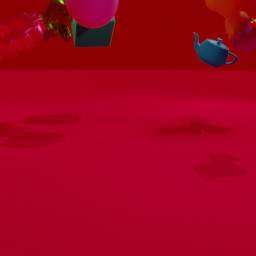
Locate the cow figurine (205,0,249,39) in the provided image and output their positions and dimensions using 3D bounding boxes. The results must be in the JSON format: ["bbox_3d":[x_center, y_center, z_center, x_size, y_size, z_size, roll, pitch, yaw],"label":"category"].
[{"bbox_3d":[3.035,-3.628,8.571,1.625,1.599,0.892,9,44,-8],"label":"cow figurine"}]

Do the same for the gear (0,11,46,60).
[{"bbox_3d":[-3.172,-2.541,7.601,1.835,0.339,1.835,-8,47,9],"label":"gear"}]

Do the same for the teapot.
[{"bbox_3d":[2.942,-2.706,9.738,1.790,0.876,1.113,32,32,14],"label":"teapot"}]

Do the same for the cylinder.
[{"bbox_3d":[3.552,-2.749,8.307,0.702,0.702,0.702,10,58,38],"label":"cylinder"}]

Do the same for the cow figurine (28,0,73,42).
[{"bbox_3d":[-2.297,-3.331,8.435,0.958,1.746,1.718,0,43,-50],"label":"cow figurine"}]

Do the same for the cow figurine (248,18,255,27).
[{"bbox_3d":[2.860,-2.632,5.594,0.683,1.244,1.224,-27,5,-19],"label":"cow figurine"}]

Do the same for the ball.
[{"bbox_3d":[-0.938,-3.327,7.290,1.365,1.365,1.365,0,13,0],"label":"ball"}]

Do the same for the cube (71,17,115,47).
[{"bbox_3d":[-1.278,-3.773,9.876,1.292,1.292,1.292,-6,-22,-15],"label":"cube"}]
